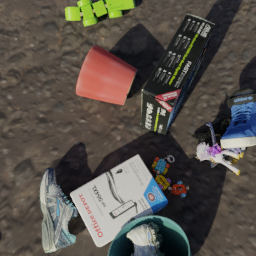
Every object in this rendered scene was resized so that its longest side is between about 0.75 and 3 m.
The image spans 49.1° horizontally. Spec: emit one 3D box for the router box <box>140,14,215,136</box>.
[{"bbox_3d":[1.401,-1.466,8.299,0.908,2.191,2.924,26,71,11],"label":"router box"}]

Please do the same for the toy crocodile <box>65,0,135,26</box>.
[{"bbox_3d":[-0.997,-4.373,10.271,2.634,0.813,0.889,-20,110,-9],"label":"toy crocodile"}]

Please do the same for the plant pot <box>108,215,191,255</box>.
[{"bbox_3d":[0.664,3.302,6.549,1.888,1.515,1.888,-16,34,11],"label":"plant pot"}]

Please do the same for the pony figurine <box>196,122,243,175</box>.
[{"bbox_3d":[2.463,0.654,7.795,1.328,1.282,1.106,15,51,34],"label":"pony figurine"}]

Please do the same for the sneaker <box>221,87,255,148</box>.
[{"bbox_3d":[3.048,-0.348,7.544,0.969,2.526,1.405,-7,97,37],"label":"sneaker"}]

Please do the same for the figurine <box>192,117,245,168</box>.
[{"bbox_3d":[2.739,0.464,8.491,1.202,0.530,1.232,-26,71,-2],"label":"figurine"}]

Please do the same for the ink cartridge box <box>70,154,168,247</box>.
[{"bbox_3d":[-0.242,1.966,7.614,2.138,0.901,1.560,-29,71,-11],"label":"ink cartridge box"}]

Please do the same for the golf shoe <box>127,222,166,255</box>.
[{"bbox_3d":[0.503,3.212,6.740,0.854,0.688,1.757,-17,79,14],"label":"golf shoe"}]

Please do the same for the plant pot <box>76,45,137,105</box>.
[{"bbox_3d":[-0.603,-1.541,8.729,1.495,1.690,1.690,21,69,-1],"label":"plant pot"}]

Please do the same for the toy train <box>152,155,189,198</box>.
[{"bbox_3d":[1.161,1.450,8.150,0.978,0.362,1.302,0,56,-26],"label":"toy train"}]

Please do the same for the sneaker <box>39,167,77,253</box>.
[{"bbox_3d":[-1.896,2.166,7.689,0.951,0.855,2.203,-5,75,-13],"label":"sneaker"}]
